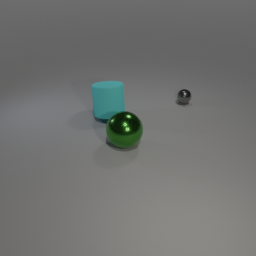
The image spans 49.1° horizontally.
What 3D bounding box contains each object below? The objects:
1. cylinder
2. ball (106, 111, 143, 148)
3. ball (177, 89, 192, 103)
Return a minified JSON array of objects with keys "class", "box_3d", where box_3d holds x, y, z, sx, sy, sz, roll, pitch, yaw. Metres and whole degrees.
[{"class":"cylinder","box_3d":[-0.861,-1.260,12.401,1.400,1.400,1.400,-3,20,1]},{"class":"ball","box_3d":[-0.133,0.063,10.538,1.400,1.400,1.400,0,31,0]},{"class":"ball","box_3d":[2.767,-1.561,13.771,0.700,0.700,0.700,0,31,0]}]
